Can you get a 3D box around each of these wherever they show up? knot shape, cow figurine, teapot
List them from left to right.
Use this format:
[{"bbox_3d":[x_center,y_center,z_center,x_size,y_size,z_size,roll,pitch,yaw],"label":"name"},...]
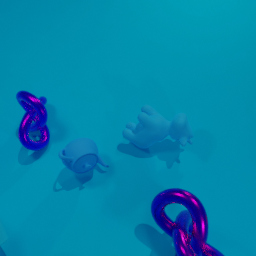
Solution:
[{"bbox_3d":[-2.295,-0.318,6.778,0.692,1.402,1.499,-4,55,-15],"label":"knot shape"},{"bbox_3d":[-1.009,0.684,6.402,0.868,1.396,0.684,-53,50,17],"label":"teapot"},{"bbox_3d":[0.770,0.097,6.788,1.423,1.446,0.794,38,33,-8],"label":"cow figurine"},{"bbox_3d":[1.197,2.128,5.240,0.846,1.830,1.713,-25,30,-9],"label":"knot shape"}]

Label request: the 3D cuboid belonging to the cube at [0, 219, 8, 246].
[{"bbox_3d":[-3.300,1.772,5.120,1.310,1.310,1.310,3,23,37],"label":"cube"}]
